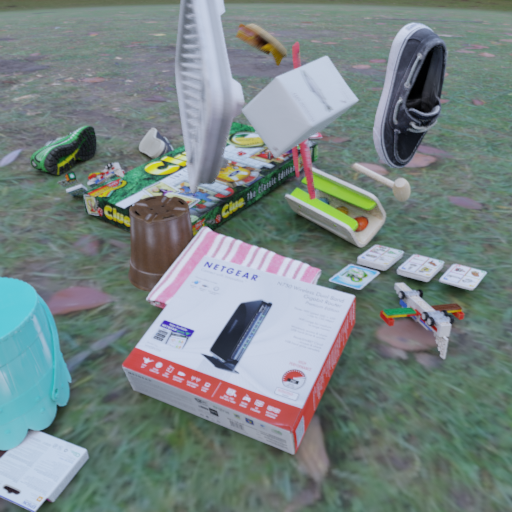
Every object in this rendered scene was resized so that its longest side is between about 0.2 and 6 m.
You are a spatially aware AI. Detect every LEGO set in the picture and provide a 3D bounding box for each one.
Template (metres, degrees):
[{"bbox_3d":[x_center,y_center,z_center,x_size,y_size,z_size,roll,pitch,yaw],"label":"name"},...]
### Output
[{"bbox_3d":[-3.828,-1.724,13.256,1.491,0.490,1.996,-20,-1,-6],"label":"LEGO set"},{"bbox_3d":[2.631,0.723,10.179,2.303,0.757,3.083,16,25,29],"label":"LEGO set"}]

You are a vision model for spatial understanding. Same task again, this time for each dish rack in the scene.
[{"bbox_3d":[-1.013,-3.427,11.282,0.793,3.126,3.642,-5,66,-14],"label":"dish rack"}]

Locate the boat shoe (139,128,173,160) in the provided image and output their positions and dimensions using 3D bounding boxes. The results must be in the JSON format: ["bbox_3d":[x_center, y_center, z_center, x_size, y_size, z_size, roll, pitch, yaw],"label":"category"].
[{"bbox_3d":[-2.896,-3.165,16.517,0.680,0.788,2.169,34,8,-31],"label":"boat shoe"}]

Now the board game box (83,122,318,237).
[{"bbox_3d":[-1.154,-2.053,14.273,3.026,0.677,5.775,18,38,30],"label":"board game box"}]

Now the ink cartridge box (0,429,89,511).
[{"bbox_3d":[-2.786,2.699,7.025,0.951,0.210,0.969,13,36,21],"label":"ink cartridge box"}]

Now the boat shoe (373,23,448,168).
[{"bbox_3d":[2.694,-2.504,9.524,0.944,2.633,0.892,-15,45,-17],"label":"boat shoe"}]

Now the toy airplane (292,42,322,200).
[{"bbox_3d":[0.750,-2.219,9.974,0.538,2.926,2.926,-8,31,2],"label":"toy airplane"}]

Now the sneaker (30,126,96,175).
[{"bbox_3d":[-5.418,-3.101,15.900,1.019,0.933,2.392,13,34,20],"label":"sneaker"}]

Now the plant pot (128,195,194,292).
[{"bbox_3d":[-1.808,-0.291,10.761,1.472,1.458,1.472,-1,31,1],"label":"plant pot"}]

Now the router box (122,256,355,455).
[{"bbox_3d":[-0.188,1.296,8.332,2.683,0.655,2.408,14,49,23],"label":"router box"}]

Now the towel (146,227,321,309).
[{"bbox_3d":[-0.398,0.499,9.718,2.565,0.384,1.877,21,57,22],"label":"towel"}]

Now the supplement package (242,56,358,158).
[{"bbox_3d":[0.497,-1.642,6.127,0.638,0.636,1.088,-32,5,46],"label":"supplement package"}]

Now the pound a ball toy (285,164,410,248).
[{"bbox_3d":[2.078,-1.205,12.416,1.596,1.040,2.447,-50,48,-8],"label":"pound a ball toy"}]

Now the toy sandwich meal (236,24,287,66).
[{"bbox_3d":[0.139,-4.726,12.545,1.255,0.430,1.255,35,10,-7],"label":"toy sandwich meal"}]

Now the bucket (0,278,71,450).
[{"bbox_3d":[-3.846,1.428,7.681,2.364,1.538,2.364,-3,28,1],"label":"bucket"}]
